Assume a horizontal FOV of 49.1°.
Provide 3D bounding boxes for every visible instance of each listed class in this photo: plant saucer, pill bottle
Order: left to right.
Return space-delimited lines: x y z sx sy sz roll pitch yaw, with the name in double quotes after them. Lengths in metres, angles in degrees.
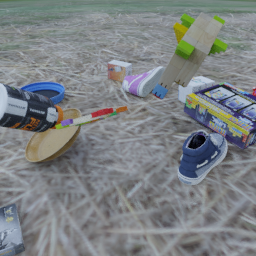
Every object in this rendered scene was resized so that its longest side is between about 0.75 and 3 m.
-2.275 -0.381 6.369 0.895 0.895 1.684 25 6 35 "pill bottle"
-2.234 0.278 8.731 2.176 0.385 2.176 -24 36 19 "plant saucer"

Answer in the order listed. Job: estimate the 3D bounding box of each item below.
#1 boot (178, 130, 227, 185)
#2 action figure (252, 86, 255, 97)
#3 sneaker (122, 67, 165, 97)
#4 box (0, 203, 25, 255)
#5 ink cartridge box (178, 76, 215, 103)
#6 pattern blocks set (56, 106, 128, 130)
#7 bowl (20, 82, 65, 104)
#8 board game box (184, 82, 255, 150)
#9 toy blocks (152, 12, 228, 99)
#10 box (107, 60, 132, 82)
2.339 0.517 8.266 0.951 1.181 2.613 19 36 28 "boot"
5.949 -1.364 12.120 0.621 0.490 1.897 -7 29 -7 "action figure"
0.716 -2.374 13.328 1.478 0.940 2.592 17 35 31 "sneaker"
-2.879 2.313 6.156 0.979 0.299 1.237 -14 34 -21 "box"
2.926 -1.596 12.001 1.229 0.902 0.897 -15 31 -24 "ink cartridge box"
-0.763 -0.192 5.883 1.547 0.143 1.760 -15 1 17 "pattern blocks set"
-3.809 -1.472 12.309 2.053 0.403 2.053 0 32 0 "bowl"
3.869 -0.587 10.308 2.315 0.794 2.800 -21 42 -28 "board game box"
1.579 -1.826 7.556 1.353 1.852 2.709 32 46 3 "toy blocks"
-0.421 -2.871 14.175 1.119 0.852 0.595 18 36 27 "box"
